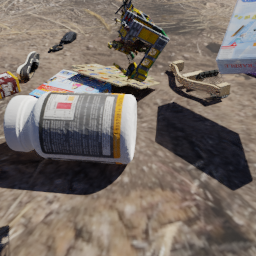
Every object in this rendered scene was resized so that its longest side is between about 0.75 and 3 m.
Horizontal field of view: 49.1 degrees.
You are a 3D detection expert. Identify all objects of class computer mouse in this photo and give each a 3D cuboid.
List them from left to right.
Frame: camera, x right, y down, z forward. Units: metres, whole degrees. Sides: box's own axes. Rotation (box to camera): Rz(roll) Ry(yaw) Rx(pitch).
[{"bbox_3d":[-3.029,-4.083,13.070,0.633,0.368,2.161,12,39,13],"label":"computer mouse"}]

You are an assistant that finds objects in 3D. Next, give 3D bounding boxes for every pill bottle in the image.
[{"bbox_3d":[-1.274,-0.042,6.718,2.880,1.676,1.676,4,38,5],"label":"pill bottle"}]

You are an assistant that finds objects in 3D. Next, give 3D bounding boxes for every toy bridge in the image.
[{"bbox_3d":[2.260,-1.769,9.896,0.936,0.379,2.784,-18,36,-22],"label":"toy bridge"}]

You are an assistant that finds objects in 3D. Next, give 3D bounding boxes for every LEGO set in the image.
[{"bbox_3d":[-0.019,-1.315,4.061,0.710,0.942,1.225,16,44,-31],"label":"LEGO set"}]

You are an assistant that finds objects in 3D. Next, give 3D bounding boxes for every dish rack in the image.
[{"bbox_3d":[2.923,-1.468,9.545,0.890,0.316,1.160,-13,68,-17],"label":"dish rack"}]

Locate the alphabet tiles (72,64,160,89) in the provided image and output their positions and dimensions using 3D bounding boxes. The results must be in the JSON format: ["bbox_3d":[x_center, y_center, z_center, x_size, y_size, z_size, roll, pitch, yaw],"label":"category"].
[{"bbox_3d":[-0.437,-1.845,9.768,2.840,0.090,2.363,22,24,26],"label":"alphabet tiles"}]

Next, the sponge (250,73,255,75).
[{"bbox_3d":[5.091,-2.289,10.822,0.888,0.238,1.593,-28,45,-31],"label":"sponge"}]

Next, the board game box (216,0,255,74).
[{"bbox_3d":[3.920,-2.534,7.008,2.718,0.559,2.711,7,60,35],"label":"board game box"}]

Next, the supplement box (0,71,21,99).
[{"bbox_3d":[-4.214,-1.470,9.525,0.770,0.511,0.759,-29,46,-32],"label":"supplement box"}]

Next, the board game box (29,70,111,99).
[{"bbox_3d":[-1.797,-1.119,9.047,1.911,0.534,1.872,15,40,19],"label":"board game box"}]

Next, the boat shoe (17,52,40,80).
[{"bbox_3d":[-3.650,-2.382,10.658,0.489,0.598,1.620,6,41,8],"label":"boat shoe"}]
